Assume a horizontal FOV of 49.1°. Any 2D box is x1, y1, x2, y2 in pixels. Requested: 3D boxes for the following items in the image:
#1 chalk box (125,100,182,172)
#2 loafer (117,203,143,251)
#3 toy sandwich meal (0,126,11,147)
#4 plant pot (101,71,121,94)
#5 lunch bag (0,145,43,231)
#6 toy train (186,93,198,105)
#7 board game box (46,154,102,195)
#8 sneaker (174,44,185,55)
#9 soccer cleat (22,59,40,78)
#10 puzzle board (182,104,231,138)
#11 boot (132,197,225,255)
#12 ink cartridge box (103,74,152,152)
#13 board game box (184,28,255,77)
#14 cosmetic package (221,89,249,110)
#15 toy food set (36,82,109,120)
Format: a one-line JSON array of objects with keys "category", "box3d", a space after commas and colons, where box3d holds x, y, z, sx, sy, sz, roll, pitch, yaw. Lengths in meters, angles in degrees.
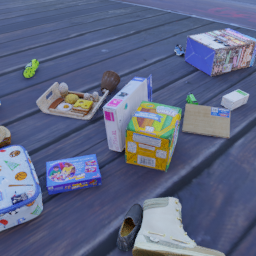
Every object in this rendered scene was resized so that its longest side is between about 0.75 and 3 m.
[{"category": "chalk box", "box3d": [0.945, 0.074, 9.574, 1.464, 1.454, 2.345, 11, 39, 14]}, {"category": "loafer", "box3d": [0.095, 2.447, 7.211, 0.495, 0.492, 1.360, 9, 37, 13]}, {"category": "toy sandwich meal", "box3d": [-4.986, 0.435, 9.920, 1.571, 0.538, 1.571, -2, 39, 2]}, {"category": "plant pot", "box3d": [-0.899, -2.019, 12.995, 0.878, 0.878, 0.939, 10, 53, 13]}, {"category": "lunch bag", "box3d": [-3.601, 1.674, 7.801, 2.070, 0.976, 2.583, -16, 40, -22]}, {"category": "toy train", "box3d": [2.797, -1.001, 11.857, 0.323, 0.436, 1.546, -4, 38, -4]}, {"category": "board game box", "box3d": [-1.695, 1.408, 8.706, 1.590, 0.356, 1.069, -8, 38, -11]}, {"category": "sneaker", "box3d": [3.070, -4.667, 16.703, 0.429, 0.487, 1.093, -9, 38, -12]}, {"category": "soccer cleat", "box3d": [-5.146, -3.043, 14.602, 0.648, 0.540, 1.599, -15, 36, 23]}, {"category": "puzzle board", "box3d": [3.034, -0.284, 10.812, 1.734, 0.151, 1.307, 9, 58, 10]}, {"category": "boot", "box3d": [1.298, 2.550, 6.867, 2.136, 0.770, 1.652, 6, 37, 11]}, {"category": "ink cartridge box", "box3d": [0.114, -0.679, 10.313, 0.616, 1.753, 2.937, 13, 38, 26]}, {"category": "board game box", "box3d": [5.026, -4.191, 15.253, 2.978, 1.442, 2.374, -17, 40, -21]}, {"category": "cosmetic package", "box3d": [4.631, -1.224, 12.131, 1.096, 0.465, 0.590, -23, 45, -30]}, {"category": "toy food set", "box3d": [-2.304, -1.284, 11.948, 2.542, 0.768, 1.824, 9, 38, 12]}]
